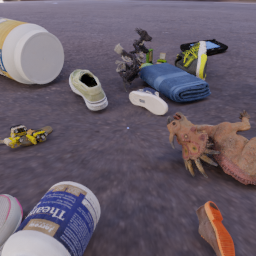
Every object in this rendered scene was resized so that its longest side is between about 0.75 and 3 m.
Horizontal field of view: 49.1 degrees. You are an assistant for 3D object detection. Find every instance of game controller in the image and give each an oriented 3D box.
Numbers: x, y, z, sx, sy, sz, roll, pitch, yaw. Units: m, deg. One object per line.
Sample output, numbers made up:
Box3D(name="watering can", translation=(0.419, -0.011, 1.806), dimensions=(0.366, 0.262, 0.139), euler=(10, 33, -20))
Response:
Box3D(name="game controller", translation=(3.782, -3.975, 13.848), dimensions=(2.461, 0.518, 1.284), euler=(-18, 34, -28))

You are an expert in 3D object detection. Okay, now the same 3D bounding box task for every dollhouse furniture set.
Box3D(name="dollhouse furniture set", translation=(1.000, -2.779, 11.566), dimensions=(0.837, 0.641, 1.278), euler=(15, 33, 25))

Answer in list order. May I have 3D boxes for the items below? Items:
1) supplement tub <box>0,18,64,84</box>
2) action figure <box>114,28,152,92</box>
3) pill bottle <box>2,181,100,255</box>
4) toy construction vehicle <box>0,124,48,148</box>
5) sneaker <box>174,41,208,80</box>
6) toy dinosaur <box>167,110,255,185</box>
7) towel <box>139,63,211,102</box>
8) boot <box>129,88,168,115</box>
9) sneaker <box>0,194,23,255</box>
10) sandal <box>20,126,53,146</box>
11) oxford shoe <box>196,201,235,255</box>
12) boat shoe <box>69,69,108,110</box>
Box3D(name="supplement tub", translation=(-3.882, -2.754, 10.069), dimensions=(2.837, 2.052, 2.052), euler=(23, 36, 34))
Box3D(name="action figure", translation=(0.046, -2.299, 9.507), dimensions=(1.090, 1.270, 2.136), euler=(23, 64, 1))
Box3D(name="pill bottle", translation=(-0.906, 1.335, 3.249), dimensions=(0.809, 0.809, 1.458), euler=(6, 23, 11))
Box3D(name="toy construction vehicle", translation=(-2.472, 0.243, 6.502), dimensions=(0.817, 0.331, 0.939), euler=(22, 29, 34))
Box3D(name="sneaker", translation=(2.470, -2.785, 11.139), dimensions=(1.219, 1.073, 2.881), euler=(5, 29, 8))
Box3D(name="toy dinosaur", translation=(1.984, 0.517, 5.362), dimensions=(2.474, 1.062, 1.677), euler=(31, 47, 28))
Box3D(name="towel", translation=(1.457, -1.520, 9.361), dimensions=(1.389, 0.604, 2.488), euler=(-13, 32, -22))
Box3D(name="boot", translation=(0.753, -0.866, 8.218), dimensions=(0.676, 0.544, 1.496), euler=(-27, 38, -31))
Box3D(name="sneaker", translation=(-2.601, 1.439, 3.506), dimensions=(2.514, 1.109, 1.023), euler=(-23, 36, -35))
Box3D(name="sandal", translation=(-2.236, 0.127, 6.741), dimensions=(0.389, 0.262, 0.968), euler=(19, 34, 30))
Box3D(name="oxford shoe", translation=(1.219, 1.528, 3.955), dimensions=(0.329, 0.336, 0.922), euler=(26, 38, -32))
Box3D(name="boat shoe", translation=(-1.218, -1.383, 8.554), dimensions=(0.870, 0.749, 2.416), euler=(-19, 37, -19))
